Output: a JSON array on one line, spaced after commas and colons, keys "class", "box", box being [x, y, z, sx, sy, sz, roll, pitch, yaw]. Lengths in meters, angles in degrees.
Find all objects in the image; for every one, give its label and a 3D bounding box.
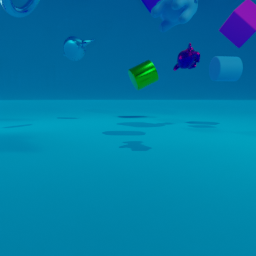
[{"class": "teapot", "box": [-2.076, -3.275, 11.428, 1.569, 0.976, 0.768, -17, 12, 31]}, {"class": "ring", "box": [-2.803, -3.580, 7.383, 0.266, 1.332, 1.332, 32, 15, 14]}, {"class": "cylinder", "box": [0.700, -2.425, 12.850, 1.062, 1.062, 1.062, -27, 10, -6]}, {"class": "monkey head", "box": [1.922, -2.337, 9.142, 0.684, 0.817, 1.135, 9, -37, -19]}, {"class": "cylinder", "box": [0.673, -2.929, 5.824, 0.877, 0.877, 0.877, -32, -5, 20]}, {"class": "cube", "box": [3.629, -3.272, 8.808, 0.892, 0.892, 0.892, -43, -6, -25]}, {"class": "cylinder", "box": [2.906, -1.763, 8.358, 0.716, 0.716, 0.716, -1, 6, -11]}, {"class": "cow figurine", "box": [0.761, -1.889, 4.378, 0.916, 0.503, 0.901, 2, 42, 52]}]
